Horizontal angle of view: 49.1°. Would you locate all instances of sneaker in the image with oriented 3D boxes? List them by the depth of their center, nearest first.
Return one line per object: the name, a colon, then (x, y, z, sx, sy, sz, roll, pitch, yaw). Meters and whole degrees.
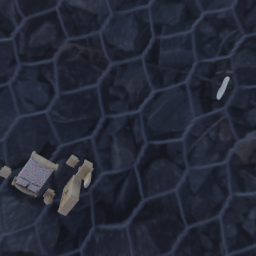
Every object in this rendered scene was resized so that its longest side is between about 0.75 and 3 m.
sneaker: (3.037, -1.160, 8.624, 0.374, 0.267, 0.754, 28, 86, -20)

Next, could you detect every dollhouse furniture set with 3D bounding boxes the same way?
dollhouse furniture set: (-2.315, 1.357, 7.709, 2.102, 1.026, 1.792, 32, 110, -18)
